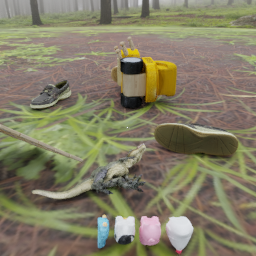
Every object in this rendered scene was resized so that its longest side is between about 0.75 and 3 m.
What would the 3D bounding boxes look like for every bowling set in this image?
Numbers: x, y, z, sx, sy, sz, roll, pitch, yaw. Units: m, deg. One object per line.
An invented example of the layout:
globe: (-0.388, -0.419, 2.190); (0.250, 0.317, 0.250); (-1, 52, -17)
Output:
bowling set: (-0.288, -2.882, 10.177); (0.674, 0.520, 0.968); (12, 48, 40)

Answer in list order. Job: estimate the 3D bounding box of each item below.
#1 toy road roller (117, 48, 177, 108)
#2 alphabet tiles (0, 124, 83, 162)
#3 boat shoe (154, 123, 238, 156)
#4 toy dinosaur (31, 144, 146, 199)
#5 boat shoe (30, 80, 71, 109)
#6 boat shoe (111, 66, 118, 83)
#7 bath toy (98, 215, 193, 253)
toy road roller: (0.683, -1.958, 10.772); (2.074, 1.746, 2.841); (-2, 26, -5)
alphabet tiles: (-2.440, 0.185, 6.183); (2.406, 0.091, 2.011); (10, -16, 41)
boat shoe: (1.727, 0.254, 7.210); (2.062, 0.737, 0.678); (8, 15, 15)
toy dinosaur: (-0.427, 1.008, 5.596); (2.639, 0.626, 1.163); (-18, 15, -34)
boat shoe: (-2.935, -1.324, 10.642); (0.764, 0.702, 2.137); (11, 26, 22)
boat shoe: (0.568, -2.352, 12.740); (2.715, 1.001, 0.939); (7, 21, -7)
bath toy: (0.258, 1.628, 4.304); (1.448, 0.535, 0.630); (1, 6, 1)
